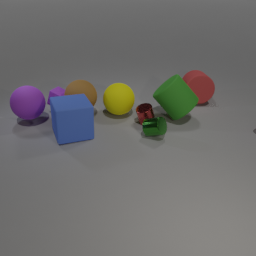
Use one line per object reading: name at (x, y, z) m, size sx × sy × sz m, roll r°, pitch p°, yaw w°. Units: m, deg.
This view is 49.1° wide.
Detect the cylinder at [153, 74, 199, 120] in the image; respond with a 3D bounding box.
cylinder at (2.008, -1.296, 11.843) m, size 1.400 × 1.400 × 1.400 m, roll -41°, pitch 11°, yaw 10°

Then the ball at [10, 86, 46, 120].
ball at (-4.139, -1.046, 11.592) m, size 1.400 × 1.400 × 1.400 m, roll 0°, pitch 28°, yaw 0°

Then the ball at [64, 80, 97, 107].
ball at (-2.034, -1.377, 12.082) m, size 1.400 × 1.400 × 1.400 m, roll 0°, pitch 28°, yaw 0°

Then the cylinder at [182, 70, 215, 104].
cylinder at (3.413, -2.050, 13.825) m, size 1.400 × 1.400 × 1.400 m, roll 1°, pitch 21°, yaw 1°

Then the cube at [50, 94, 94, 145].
cube at (-2.171, -0.382, 10.836) m, size 1.400 × 1.400 × 1.400 m, roll -9°, pitch 30°, yaw -20°

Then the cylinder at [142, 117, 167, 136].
cylinder at (1.025, -0.051, 10.714) m, size 0.700 × 0.700 × 0.700 m, roll -6°, pitch 20°, yaw 37°

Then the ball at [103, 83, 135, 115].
ball at (-0.403, -1.278, 12.342) m, size 1.400 × 1.400 × 1.400 m, roll 0°, pitch 28°, yaw 0°

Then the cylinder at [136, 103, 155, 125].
cylinder at (0.740, -0.579, 11.820) m, size 0.700 × 0.700 × 0.700 m, roll -11°, pitch 37°, yaw 9°

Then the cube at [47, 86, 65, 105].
cube at (-3.097, -1.337, 12.588) m, size 0.700 × 0.700 × 0.700 m, roll 27°, pitch 31°, yaw 8°
